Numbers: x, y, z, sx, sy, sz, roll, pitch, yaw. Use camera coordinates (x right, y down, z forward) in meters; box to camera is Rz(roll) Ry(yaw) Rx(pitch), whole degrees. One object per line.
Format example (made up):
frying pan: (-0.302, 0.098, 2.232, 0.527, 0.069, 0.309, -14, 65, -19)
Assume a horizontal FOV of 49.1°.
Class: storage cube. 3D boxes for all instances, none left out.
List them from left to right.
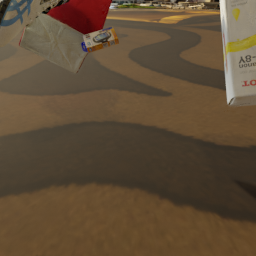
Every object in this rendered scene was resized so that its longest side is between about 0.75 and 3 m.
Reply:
storage cube: (-1.762, -3.049, 7.889, 2.104, 1.798, 1.891, 23, 62, -21)

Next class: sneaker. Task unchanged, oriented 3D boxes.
sneaker: (-1.835, -2.737, 5.832, 1.021, 1.030, 2.841, 10, 65, 55)

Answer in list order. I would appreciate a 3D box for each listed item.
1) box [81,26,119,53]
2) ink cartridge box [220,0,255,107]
box: (-0.712, -2.132, 6.786, 0.886, 0.184, 0.528, -17, 54, -5)
ink cartridge box: (2.419, -1.506, 4.696, 1.526, 2.102, 0.877, -4, -5, 15)
